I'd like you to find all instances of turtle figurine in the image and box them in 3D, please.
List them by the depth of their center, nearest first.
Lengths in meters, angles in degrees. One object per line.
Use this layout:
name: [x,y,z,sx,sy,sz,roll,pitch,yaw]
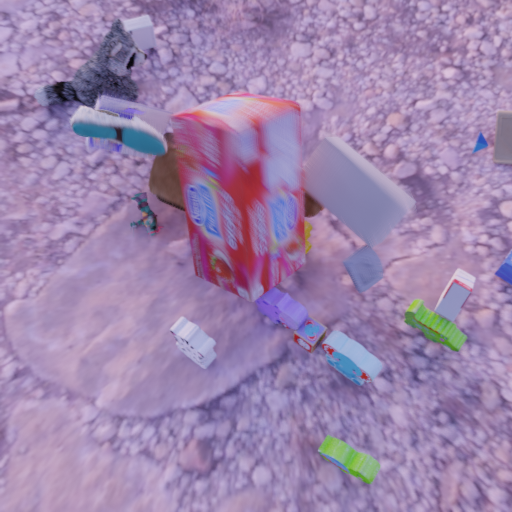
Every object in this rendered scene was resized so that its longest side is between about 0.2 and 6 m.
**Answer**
turtle figurine: [-2.107,-0.705,10.595,0.467,0.694,0.927,-12,86,-46]

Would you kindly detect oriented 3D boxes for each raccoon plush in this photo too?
raccoon plush: [-3.517,-3.860,11.661,2.527,1.693,1.222,-17,62,-10]

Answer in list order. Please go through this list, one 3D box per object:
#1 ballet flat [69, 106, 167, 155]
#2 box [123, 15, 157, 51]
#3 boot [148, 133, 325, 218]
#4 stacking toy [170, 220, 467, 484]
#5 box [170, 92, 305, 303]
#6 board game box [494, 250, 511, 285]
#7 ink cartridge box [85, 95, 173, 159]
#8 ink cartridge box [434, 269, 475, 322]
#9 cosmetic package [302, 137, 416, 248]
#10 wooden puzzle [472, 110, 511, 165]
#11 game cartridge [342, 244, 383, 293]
ballet flat: [-2.432,-2.335,10.110,1.761,0.632,0.632,13,60,-12]
box: [-2.696,-5.151,13.011,0.620,0.617,0.405,-18,62,-10]
boot: [-0.412,-1.165,10.576,3.438,1.266,1.297,19,78,12]
stacking toy: [1.004,1.254,9.204,4.044,0.950,3.049,34,66,17]
box: [-0.201,-0.951,8.993,1.404,2.941,1.466,23,42,38]
board game box: [6.023,0.114,10.089,2.411,0.525,2.422,37,67,18]
ink cartridge box: [-2.437,-2.504,10.721,1.356,1.369,0.297,8,55,-26]
ink cartridge box: [3.392,0.650,9.520,0.355,0.625,0.858,30,25,16]
cosmetic package: [1.644,-1.085,9.356,1.792,0.957,0.808,44,27,11]
wooden puzzle: [5.479,-2.404,11.518,1.859,0.217,1.254,12,85,9]
game cartridge: [1.881,0.212,9.717,0.588,0.882,0.178,-34,41,-1]
